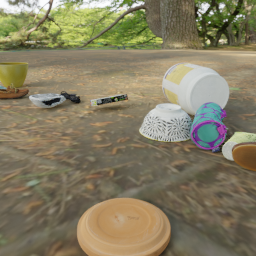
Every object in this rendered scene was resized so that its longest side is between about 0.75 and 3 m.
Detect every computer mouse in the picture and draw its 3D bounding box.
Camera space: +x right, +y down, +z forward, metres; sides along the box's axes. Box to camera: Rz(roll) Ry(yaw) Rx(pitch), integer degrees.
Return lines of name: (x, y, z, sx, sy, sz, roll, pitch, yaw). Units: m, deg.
computer mouse: (-2.978, -1.105, 11.247, 1.217, 0.487, 2.220, 18, 20, 30)

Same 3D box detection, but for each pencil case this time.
pencil case: (2.247, -0.101, 7.697, 0.920, 0.848, 1.992, -11, 15, 20)

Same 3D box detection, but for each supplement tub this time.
supplement tub: (2.390, -1.414, 10.184, 1.704, 1.704, 2.344, -5, 20, -13)

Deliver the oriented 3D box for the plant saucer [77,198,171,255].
plant saucer: (-0.059, 1.445, 4.195, 1.390, 0.224, 1.390, 1, 20, 0)

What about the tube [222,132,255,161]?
tube: (2.860, 0.340, 7.107, 0.528, 0.472, 1.819, 50, 34, 15)

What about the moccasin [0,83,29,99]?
moccasin: (-5.285, -1.638, 12.447, 1.666, 0.643, 0.609, -4, 19, -11)

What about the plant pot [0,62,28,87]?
plant pot: (-6.191, -2.827, 14.974, 1.720, 1.221, 1.720, 1, 18, 0)

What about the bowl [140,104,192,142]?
bowl: (1.177, -0.257, 8.225, 1.662, 0.780, 1.662, 1, 20, 0)

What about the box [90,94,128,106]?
box: (-0.731, -1.080, 10.758, 1.300, 0.226, 0.715, -14, 10, -25)

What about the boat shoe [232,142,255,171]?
boat shoe: (3.115, 0.607, 6.059, 1.745, 0.614, 0.614, 11, 25, 7)

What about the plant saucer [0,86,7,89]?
plant saucer: (-6.633, -1.831, 13.502, 1.762, 0.339, 1.762, 0, 18, 0)
